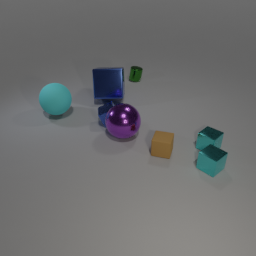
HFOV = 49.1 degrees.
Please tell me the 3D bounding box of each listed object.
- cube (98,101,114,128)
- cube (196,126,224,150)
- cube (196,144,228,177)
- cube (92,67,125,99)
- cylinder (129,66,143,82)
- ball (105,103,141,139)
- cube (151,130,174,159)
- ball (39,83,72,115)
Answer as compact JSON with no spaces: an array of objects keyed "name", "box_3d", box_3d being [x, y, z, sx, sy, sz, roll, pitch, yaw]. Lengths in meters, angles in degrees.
[{"name":"cube","box_3d":[-0.812,-0.574,11.885,0.700,0.700,0.700,-24,33,9]},{"name":"cube","box_3d":[3.048,0.464,10.459,0.700,0.700,0.700,27,41,36]},{"name":"cube","box_3d":[2.828,1.093,9.457,0.700,0.700,0.700,-26,40,-35]},{"name":"cube","box_3d":[-0.909,-2.232,13.719,1.400,1.400,1.400,-1,15,3]},{"name":"cylinder","box_3d":[0.449,-3.107,16.048,0.700,0.700,0.700,8,30,-5]},{"name":"ball","box_3d":[-0.191,-0.268,10.957,1.400,1.400,1.400,0,32,0]},{"name":"cube","box_3d":[1.263,0.600,10.229,0.700,0.700,0.700,9,33,15]},{"name":"ball","box_3d":[-3.188,-1.273,12.323,1.400,1.400,1.400,0,32,0]}]
